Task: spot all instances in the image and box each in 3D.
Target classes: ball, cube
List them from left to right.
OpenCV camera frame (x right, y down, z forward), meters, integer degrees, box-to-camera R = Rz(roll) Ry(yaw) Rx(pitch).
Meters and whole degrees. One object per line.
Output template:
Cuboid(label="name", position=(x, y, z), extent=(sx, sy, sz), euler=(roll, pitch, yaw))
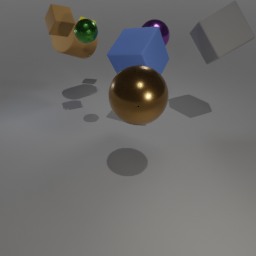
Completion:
Cuboid(label="cube", position=(-2.288, -3.584, 9.375), extent=(0.700, 0.700, 0.700), euler=(-6, 70, -37))
Cuboid(label="ball", position=(-1.244, -2.884, 8.338), extent=(0.700, 0.700, 0.700), euler=(0, 30, 0))
Cuboid(label="ball", position=(0.244, -0.761, 6.564), extent=(1.400, 1.400, 1.400), euler=(0, 30, 0))
Cuboid(label="cube", position=(0.391, -2.453, 9.645), extent=(1.400, 1.400, 1.400), euler=(9, 57, 33))
Cuboid(label="ball", position=(1.213, -4.251, 12.883), extent=(1.400, 1.400, 1.400), euler=(0, 30, 0))
Cuboid(label="cube", position=(3.236, -3.271, 9.836), extent=(1.400, 1.400, 1.400), euler=(-30, 3, 1))

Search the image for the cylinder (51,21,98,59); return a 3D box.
Cuboid(label="cylinder", position=(-2.246, -3.753, 11.836), extent=(1.400, 1.400, 1.400), euler=(21, 13, 32))

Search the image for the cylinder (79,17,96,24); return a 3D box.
Cuboid(label="cylinder", position=(-1.911, -4.655, 12.853), extent=(0.700, 0.700, 0.700), euler=(17, 30, -5))
